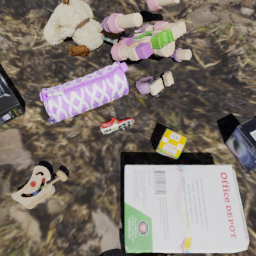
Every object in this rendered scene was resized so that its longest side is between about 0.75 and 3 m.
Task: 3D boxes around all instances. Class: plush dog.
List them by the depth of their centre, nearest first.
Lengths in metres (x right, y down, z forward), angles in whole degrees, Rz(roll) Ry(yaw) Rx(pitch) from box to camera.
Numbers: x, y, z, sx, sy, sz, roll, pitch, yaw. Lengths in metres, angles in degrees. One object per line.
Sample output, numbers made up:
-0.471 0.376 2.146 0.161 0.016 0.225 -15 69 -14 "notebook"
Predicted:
-1.739 -3.809 10.481 2.001 1.869 2.330 45 69 -6 "plush dog"

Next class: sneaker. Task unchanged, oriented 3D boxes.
-0.355 -0.162 9.059 1.111 0.428 0.472 -16 59 -9 "sneaker"

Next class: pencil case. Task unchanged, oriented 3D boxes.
-1.403 -1.214 9.155 2.929 1.252 1.229 -24 61 -14 "pencil case"

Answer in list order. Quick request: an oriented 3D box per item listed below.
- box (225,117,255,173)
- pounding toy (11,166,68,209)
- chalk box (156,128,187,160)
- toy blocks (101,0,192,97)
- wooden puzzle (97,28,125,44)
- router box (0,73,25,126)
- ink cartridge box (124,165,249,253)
3.622 0.536 8.251 0.713 1.147 1.157 -25 64 -13 "box"
-2.552 1.528 7.872 1.516 0.869 0.867 -35 71 -18 "pounding toy"
1.247 0.521 8.282 0.658 1.057 0.655 26 80 7 "chalk box"
0.486 -2.970 9.969 2.362 2.805 2.622 13 44 46 "toy blocks"
-0.614 -3.410 10.075 1.063 0.630 0.075 24 39 3 "wooden puzzle"
-4.885 -1.005 9.384 1.873 0.622 2.382 -31 66 -16 "router box"
1.354 2.116 7.329 2.888 1.264 2.099 -1 62 0 "ink cartridge box"
